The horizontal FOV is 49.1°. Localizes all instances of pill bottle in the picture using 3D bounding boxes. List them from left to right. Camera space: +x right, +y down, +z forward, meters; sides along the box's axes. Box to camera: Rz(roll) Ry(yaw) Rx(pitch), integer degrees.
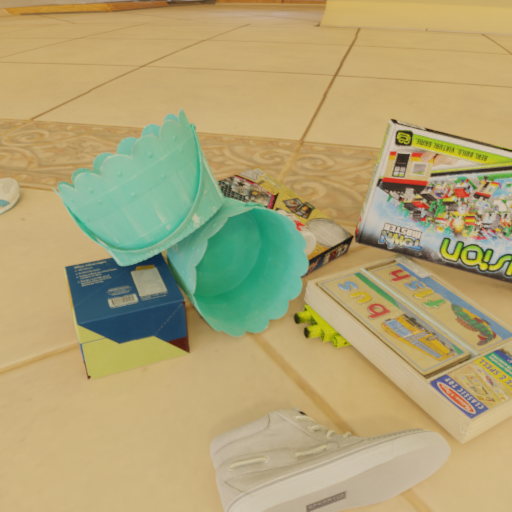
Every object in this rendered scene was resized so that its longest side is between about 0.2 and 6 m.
[{"bbox_3d":[0.606,-0.409,9.906,0.531,0.531,0.945,-15,40,-23],"label":"pill bottle"}]

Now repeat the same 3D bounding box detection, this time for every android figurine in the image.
[{"bbox_3d":[1.259,1.044,9.052,1.221,0.251,1.112,-7,34,-24],"label":"android figurine"}]

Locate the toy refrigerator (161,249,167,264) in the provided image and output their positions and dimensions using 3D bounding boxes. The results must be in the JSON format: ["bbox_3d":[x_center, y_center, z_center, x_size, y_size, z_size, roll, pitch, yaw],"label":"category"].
[{"bbox_3d":[-1.494,-0.219,10.824,0.744,0.686,1.961,14,33,7],"label":"toy refrigerator"}]

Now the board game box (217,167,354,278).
[{"bbox_3d":[0.298,-0.690,11.078,1.847,0.472,2.726,-26,54,-39],"label":"board game box"}]

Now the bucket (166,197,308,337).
[{"bbox_3d":[-0.348,0.076,9.048,2.127,2.127,1.384,-16,27,-25],"label":"bucket"}]

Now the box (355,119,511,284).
[{"bbox_3d":[3.900,-0.781,9.564,3.946,2.172,0.685,15,21,3],"label":"box"}]

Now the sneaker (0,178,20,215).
[{"bbox_3d":[-6.188,-1.317,12.390,0.865,0.913,2.260,12,32,22],"label":"sneaker"}]

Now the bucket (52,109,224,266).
[{"bbox_3d":[-1.638,-0.973,8.237,2.244,1.460,2.244,-28,19,11],"label":"bucket"}]

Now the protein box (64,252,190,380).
[{"bbox_3d":[-2.021,0.833,8.682,1.566,1.064,1.578,-12,33,-19],"label":"protein box"}]

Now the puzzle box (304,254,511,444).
[{"bbox_3d":[2.585,1.131,8.496,2.236,0.427,3.361,-15,37,-30],"label":"puzzle box"}]

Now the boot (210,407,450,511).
[{"bbox_3d":[0.798,2.208,6.487,2.661,0.979,1.272,-11,39,-15],"label":"boot"}]
